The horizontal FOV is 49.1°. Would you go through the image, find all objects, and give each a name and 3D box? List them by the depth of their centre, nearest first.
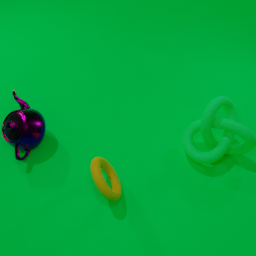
[{"bbox_3d":[-0.542,1.283,7.089,0.241,1.207,1.207,-30,57,12],"label":"ring"},{"bbox_3d":[2.455,0.015,7.587,1.891,1.769,0.874,-2,18,4],"label":"knot shape"},{"bbox_3d":[-3.010,-0.057,7.918,1.257,0.990,2.021,-13,73,23],"label":"teapot"}]
